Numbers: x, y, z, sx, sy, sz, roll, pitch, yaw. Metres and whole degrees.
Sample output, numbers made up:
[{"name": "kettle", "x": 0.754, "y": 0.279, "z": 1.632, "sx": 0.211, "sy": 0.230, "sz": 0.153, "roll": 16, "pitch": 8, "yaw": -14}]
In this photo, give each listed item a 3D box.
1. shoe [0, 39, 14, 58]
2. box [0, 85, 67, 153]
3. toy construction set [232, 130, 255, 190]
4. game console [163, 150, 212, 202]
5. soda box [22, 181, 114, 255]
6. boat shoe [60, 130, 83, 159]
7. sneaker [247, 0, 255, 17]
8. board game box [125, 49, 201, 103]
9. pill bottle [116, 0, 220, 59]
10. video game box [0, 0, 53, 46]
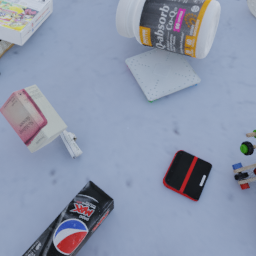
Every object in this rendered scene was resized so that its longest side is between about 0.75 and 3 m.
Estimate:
[{"name": "shoe", "x": -4.326, "y": -2.941, "z": 9.454, "sx": 0.707, "sy": 0.540, "sz": 2.022, "roll": 14, "pitch": 61, "yaw": 8}, {"name": "box", "x": -2.383, "y": -0.231, "z": 7.067, "sx": 1.392, "sy": 0.890, "sz": 0.758, "roll": 53, "pitch": 36, "yaw": -2}, {"name": "toy construction set", "x": 3.580, "y": 1.116, "z": 6.586, "sx": 1.427, "sy": 1.549, "sz": 1.858, "roll": -9, "pitch": 51, "yaw": -14}, {"name": "game console", "x": 1.545, "y": 1.201, "z": 7.295, "sx": 1.016, "sy": 0.178, "sz": 1.149, "roll": 26, "pitch": 64, "yaw": 10}, {"name": "soda box", "x": -1.328, "y": 2.364, "z": 6.200, "sx": 0.753, "sy": 0.841, "sz": 2.378, "roll": 35, "pitch": 66, "yaw": 16}, {"name": "boat shoe", "x": -1.579, "y": 0.317, "z": 7.659, "sx": 0.374, "sy": 0.380, "sz": 1.072, "roll": -28, "pitch": 67, "yaw": -12}, {"name": "sneaker", "x": 5.706, "y": -4.427, "z": 10.146, "sx": 1.737, "sy": 0.956, "sz": 2.372, "roll": -27, "pitch": 61, "yaw": -21}, {"name": "board game box", "x": 1.085, "y": -1.788, "z": 8.966, "sx": 1.814, "sy": 0.235, "sz": 1.814, "roll": -22, "pitch": 63, "yaw": -12}, {"name": "pill bottle", "x": 1.188, "y": -3.236, "z": 8.597, "sx": 2.879, "sy": 1.675, "sz": 1.675, "roll": 19, "pitch": 61, "yaw": 19}, {"name": "video game box", "x": -4.337, "y": -4.058, "z": 9.627, "sx": 2.706, "sy": 0.633, "sz": 2.465, "roll": 17, "pitch": 47, "yaw": 1}]
